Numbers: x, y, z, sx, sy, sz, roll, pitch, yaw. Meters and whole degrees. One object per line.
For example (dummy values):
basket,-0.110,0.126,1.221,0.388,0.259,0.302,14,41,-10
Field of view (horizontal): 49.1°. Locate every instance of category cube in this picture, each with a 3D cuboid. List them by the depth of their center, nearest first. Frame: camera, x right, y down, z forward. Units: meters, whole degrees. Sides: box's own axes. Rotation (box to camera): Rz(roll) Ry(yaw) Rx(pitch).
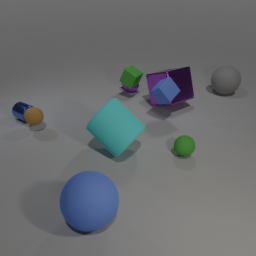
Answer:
cube,1.430,-1.420,10.796,0.700,0.700,0.700,-47,16,-22
cube,1.851,-1.835,12.317,1.400,1.400,1.400,-19,14,-32
cube,0.158,-2.367,12.982,0.700,0.700,0.700,37,40,12

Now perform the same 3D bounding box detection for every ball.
ball,-0.911,1.725,6.680,1.400,1.400,1.400,0,31,0
ball,1.868,0.586,9.251,0.700,0.700,0.700,0,31,0
ball,-3.541,-0.439,10.559,0.700,0.700,0.700,0,31,0
ball,4.759,-2.338,13.624,1.400,1.400,1.400,0,31,0

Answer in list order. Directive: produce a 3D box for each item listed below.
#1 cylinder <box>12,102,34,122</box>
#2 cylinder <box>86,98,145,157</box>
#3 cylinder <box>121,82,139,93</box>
cylinder,-4.233,-0.655,11.450,0.700,0.700,0.700,20,36,30
cylinder,-0.393,-0.009,9.133,1.400,1.400,1.400,44,41,2
cylinder,0.102,-2.220,14.070,0.700,0.700,0.700,-12,33,-19
